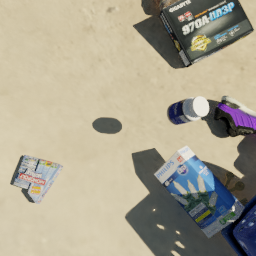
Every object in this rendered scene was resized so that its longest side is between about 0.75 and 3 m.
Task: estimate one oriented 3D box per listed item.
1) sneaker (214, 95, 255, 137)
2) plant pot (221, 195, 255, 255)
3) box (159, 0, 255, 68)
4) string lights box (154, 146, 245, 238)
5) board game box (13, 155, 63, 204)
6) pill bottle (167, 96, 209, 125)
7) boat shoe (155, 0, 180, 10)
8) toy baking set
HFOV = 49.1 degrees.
[{"bbox_3d":[3.665,-0.060,8.847,2.123,0.738,1.056,33,83,13],"label":"sneaker"},{"bbox_3d":[4.267,2.761,6.818,2.900,2.608,2.900,-38,82,-13],"label":"plant pot"},{"bbox_3d":[2.701,-3.607,9.662,2.633,0.606,2.093,-28,90,-8],"label":"box"},{"bbox_3d":[1.928,1.727,7.792,2.255,0.665,1.159,48,123,17],"label":"string lights box"},{"bbox_3d":[-2.799,1.571,8.467,1.286,0.397,1.285,15,73,4],"label":"board game box"},{"bbox_3d":[1.444,-0.421,6.815,0.580,1.002,0.580,5,79,-27],"label":"pill bottle"},{"bbox_3d":[2.190,-5.358,10.199,2.929,1.109,1.052,-32,72,-10],"label":"boat shoe"},{"bbox_3d":[2.592,2.098,8.415,2.111,0.246,1.620,2,72,3],"label":"toy baking set"}]
